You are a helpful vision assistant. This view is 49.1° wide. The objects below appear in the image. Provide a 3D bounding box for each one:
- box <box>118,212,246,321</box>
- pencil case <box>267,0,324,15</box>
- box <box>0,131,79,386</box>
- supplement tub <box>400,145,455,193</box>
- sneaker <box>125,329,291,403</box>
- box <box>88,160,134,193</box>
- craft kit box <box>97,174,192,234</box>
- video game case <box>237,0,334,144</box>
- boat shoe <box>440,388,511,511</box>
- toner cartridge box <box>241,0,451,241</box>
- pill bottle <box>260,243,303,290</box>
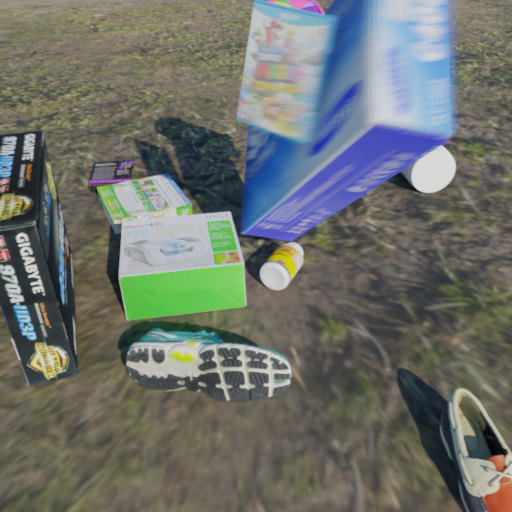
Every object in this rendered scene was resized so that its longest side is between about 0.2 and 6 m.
[{"bbox_3d":[-1.187,0.122,8.959,1.848,0.893,1.630,-6,35,-7],"label":"box"},{"bbox_3d":[0.540,-3.046,9.118,1.109,2.509,1.109,-1,75,4],"label":"pencil case"},{"bbox_3d":[-3.114,-0.105,7.894,0.695,2.400,3.019,-10,34,-13],"label":"box"},{"bbox_3d":[3.601,-2.153,12.315,1.015,1.015,1.538,-4,32,-7],"label":"supplement tub"},{"bbox_3d":[-0.591,1.284,7.280,2.167,0.840,0.863,7,25,11],"label":"sneaker"},{"bbox_3d":[-3.198,-1.786,12.483,0.897,0.226,1.254,-4,35,-7],"label":"box"},{"bbox_3d":[-2.271,-1.087,11.303,1.558,0.383,1.577,-12,35,-21],"label":"craft kit box"},{"bbox_3d":[0.292,-2.093,6.411,0.991,1.385,0.123,26,32,26],"label":"video game case"},{"bbox_3d":[2.475,2.253,5.964,0.647,0.569,1.818,-2,34,-6],"label":"boat shoe"},{"bbox_3d":[0.900,-1.739,7.679,0.948,4.390,2.085,7,75,-17],"label":"toner cartridge box"},{"bbox_3d":[0.453,0.138,9.240,0.506,0.506,0.927,13,33,20],"label":"pill bottle"}]
